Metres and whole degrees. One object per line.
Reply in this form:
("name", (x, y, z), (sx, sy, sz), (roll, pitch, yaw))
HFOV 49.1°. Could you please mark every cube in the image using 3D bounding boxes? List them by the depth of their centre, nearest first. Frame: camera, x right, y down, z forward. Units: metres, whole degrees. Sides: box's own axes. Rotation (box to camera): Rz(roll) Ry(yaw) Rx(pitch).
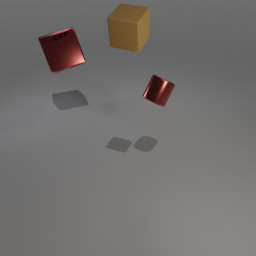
("cube", (0.037, -2.174, 6.077), (0.700, 0.700, 0.700), (16, 52, 17))
("cube", (-2.650, -3.064, 11.264), (1.400, 1.400, 1.400), (-22, 15, -10))

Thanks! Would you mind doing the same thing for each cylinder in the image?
("cylinder", (0.855, -1.038, 7.842), (0.700, 0.700, 0.700), (25, 9, -4))
